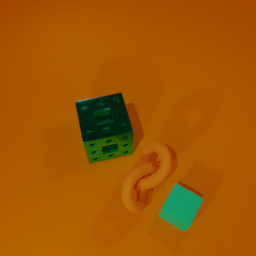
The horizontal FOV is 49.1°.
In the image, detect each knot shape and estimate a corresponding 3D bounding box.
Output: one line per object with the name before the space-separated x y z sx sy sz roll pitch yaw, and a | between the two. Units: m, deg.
knot shape | 0.480 1.088 6.904 0.819 1.658 1.772 32 21 4

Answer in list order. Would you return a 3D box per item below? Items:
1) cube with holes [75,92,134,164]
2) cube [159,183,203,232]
cube with holes | -0.647 0.024 7.927 1.313 1.313 1.313 -12 60 -7
cube | 1.325 2.021 7.100 0.777 0.777 0.777 28 64 15
